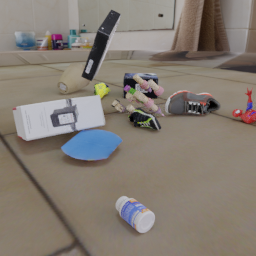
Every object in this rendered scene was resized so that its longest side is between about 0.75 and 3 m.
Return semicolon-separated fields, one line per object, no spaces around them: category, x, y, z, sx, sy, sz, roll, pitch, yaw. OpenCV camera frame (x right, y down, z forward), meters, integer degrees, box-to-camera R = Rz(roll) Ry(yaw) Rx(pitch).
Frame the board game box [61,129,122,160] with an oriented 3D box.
board game box;-1.078;0.631;8.691;1.499;0.369;1.897;12;28;18

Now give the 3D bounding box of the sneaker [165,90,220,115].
sneaker;2.955;-1.047;12.412;2.721;1.048;1.114;-10;28;-23

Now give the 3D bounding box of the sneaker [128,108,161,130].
sneaker;0.608;-0.207;10.944;0.721;0.625;1.742;-39;35;-12

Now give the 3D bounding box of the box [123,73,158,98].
box;0.708;-2.473;16.065;1.924;1.185;1.908;1;19;1

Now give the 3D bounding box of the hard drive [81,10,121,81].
hard drive;-0.984;-3.254;10.842;0.525;1.940;2.777;22;35;-9

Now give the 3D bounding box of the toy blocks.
toy blocks;0.657;-1.119;12.531;1.618;1.922;1.796;38;0;-33

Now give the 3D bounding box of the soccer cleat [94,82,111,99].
soccer cleat;-1.442;-2.141;15.812;0.941;0.728;2.251;2;19;-4

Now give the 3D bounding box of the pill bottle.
pill bottle;0.113;1.681;5.575;0.451;0.451;0.806;-15;25;-35

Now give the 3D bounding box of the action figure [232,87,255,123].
action figure;5.783;-0.837;11.277;2.949;1.460;0.962;2;19;14

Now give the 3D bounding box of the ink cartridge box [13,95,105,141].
ink cartridge box;-2.415;-0.399;9.752;2.665;1.111;1.935;-12;7;-28

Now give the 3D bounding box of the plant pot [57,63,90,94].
plant pot;-3.394;-2.805;16.703;1.626;1.626;1.736;10;39;25
